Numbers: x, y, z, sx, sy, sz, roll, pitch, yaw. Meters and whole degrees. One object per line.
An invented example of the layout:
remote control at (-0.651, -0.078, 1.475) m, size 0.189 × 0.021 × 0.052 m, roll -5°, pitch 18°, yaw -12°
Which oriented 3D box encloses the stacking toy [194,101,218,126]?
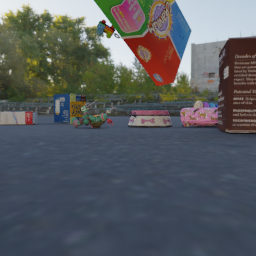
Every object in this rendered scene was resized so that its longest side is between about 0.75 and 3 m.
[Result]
stacking toy at (4.113, -0.497, 11.966) m, size 2.557 × 1.092 × 1.092 m, roll 7°, pitch 3°, yaw 1°

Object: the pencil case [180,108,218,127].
pencil case at (3.038, -0.412, 10.917) m, size 1.915 × 0.828 × 0.793 m, roll 0°, pitch -19°, yaw 24°

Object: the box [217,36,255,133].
box at (3.853, -1.167, 8.279) m, size 2.108 × 2.567 × 2.130 m, roll 1°, pitch 2°, yaw 12°

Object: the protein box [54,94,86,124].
protein box at (-3.212, -1.046, 15.405) m, size 1.561 × 1.572 × 1.061 m, roll 3°, pitch 4°, yaw 42°

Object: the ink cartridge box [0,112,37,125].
ink cartridge box at (-5.397, -0.496, 13.913) m, size 1.534 × 0.635 × 1.118 m, roll 0°, pitch 3°, yaw -7°

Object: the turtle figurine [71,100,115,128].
turtle figurine at (-1.256, -0.414, 10.455) m, size 1.716 × 0.864 × 1.285 m, roll -17°, pitch -21°, yaw 40°

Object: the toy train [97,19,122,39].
toy train at (-0.724, -3.885, 11.536) m, size 1.228 × 0.520 × 0.710 m, roll 27°, pitch 36°, yaw -16°

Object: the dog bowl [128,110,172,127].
dog bowl at (0.910, -0.393, 11.640) m, size 1.831 × 0.675 × 1.831 m, roll 0°, pitch 4°, yaw 0°

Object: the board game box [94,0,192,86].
board game box at (0.565, -2.803, 7.104) m, size 0.565 × 2.145 × 2.803 m, roll -5°, pitch -38°, yaw 40°
